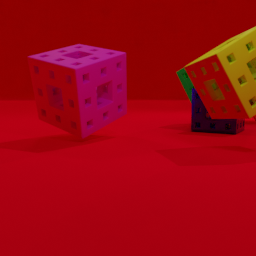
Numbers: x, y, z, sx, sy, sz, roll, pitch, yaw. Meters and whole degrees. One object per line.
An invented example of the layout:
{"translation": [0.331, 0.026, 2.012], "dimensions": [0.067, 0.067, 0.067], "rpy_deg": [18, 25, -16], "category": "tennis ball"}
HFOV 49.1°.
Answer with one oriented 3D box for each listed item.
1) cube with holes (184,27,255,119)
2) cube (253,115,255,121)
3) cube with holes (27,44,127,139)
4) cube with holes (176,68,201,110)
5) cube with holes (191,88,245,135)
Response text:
{"translation": [1.737, -0.843, 4.386], "dimensions": [1.023, 1.023, 1.023], "rpy_deg": [-32, 9, -10], "category": "cube with holes"}
{"translation": [4.578, -1.041, 9.664], "dimensions": [1.175, 1.175, 1.175], "rpy_deg": [-43, -13, 23], "category": "cube"}
{"translation": [-0.947, -0.813, 5.610], "dimensions": [1.317, 1.317, 1.317], "rpy_deg": [20, 35, 33], "category": "cube with holes"}
{"translation": [2.588, -1.424, 8.284], "dimensions": [1.399, 1.399, 1.399], "rpy_deg": [-27, -2, 39], "category": "cube with holes"}
{"translation": [2.230, -0.443, 6.864], "dimensions": [1.041, 1.041, 1.041], "rpy_deg": [4, 7, 32], "category": "cube with holes"}
